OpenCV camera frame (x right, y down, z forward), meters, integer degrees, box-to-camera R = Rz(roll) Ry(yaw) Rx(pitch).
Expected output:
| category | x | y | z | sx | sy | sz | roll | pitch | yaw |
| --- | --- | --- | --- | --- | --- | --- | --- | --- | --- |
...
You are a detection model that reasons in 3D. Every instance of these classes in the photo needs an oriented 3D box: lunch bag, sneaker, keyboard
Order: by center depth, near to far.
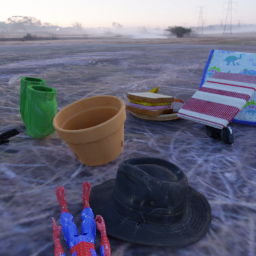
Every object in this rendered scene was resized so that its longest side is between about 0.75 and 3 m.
| category | x | y | z | sx | sy | sz | roll | pitch | yaw |
| --- | --- | --- | --- | --- | --- | --- | --- | --- | --- |
| keyboard | -2.947 | 0.304 | 6.509 | 0.903 | 0.179 | 0.470 | -23 | -14 | -7 |
| sneaker | 2.551 | 0.180 | 7.924 | 0.612 | 0.530 | 1.399 | -9 | 13 | 6 |
| lunch bag | 3.792 | -1.271 | 9.880 | 2.395 | 1.795 | 2.817 | 10 | 51 | 23 |

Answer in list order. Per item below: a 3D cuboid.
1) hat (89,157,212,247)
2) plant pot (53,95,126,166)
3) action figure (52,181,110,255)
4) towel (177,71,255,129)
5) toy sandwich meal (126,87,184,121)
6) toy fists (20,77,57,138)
| category | x | y | z | sx | sy | sz | roll | pitch | yaw |
| --- | --- | --- | --- | --- | --- | --- | --- | --- | --- |
| hat | 0.348 | 1.035 | 4.897 | 2.249 | 0.907 | 2.249 | 0 | 21 | 0 |
| plant pot | -0.781 | 0.096 | 6.660 | 1.666 | 1.166 | 1.666 | -11 | 31 | 6 |
| action figure | -0.676 | 1.554 | 3.956 | 0.739 | 0.584 | 2.258 | -4 | 27 | -16 |
| towel | 2.775 | -0.901 | 8.432 | 2.314 | 0.263 | 1.667 | -44 | 38 | -22 |
| toy sandwich meal | 1.038 | -0.978 | 10.306 | 2.540 | 0.870 | 2.540 | 0 | 21 | 0 |
| toy fists | -2.741 | -0.630 | 8.602 | 0.998 | 1.480 | 2.903 | 2 | 17 | -29 |
